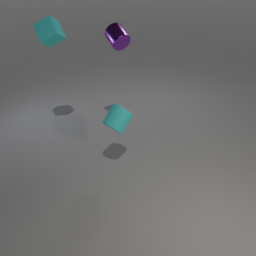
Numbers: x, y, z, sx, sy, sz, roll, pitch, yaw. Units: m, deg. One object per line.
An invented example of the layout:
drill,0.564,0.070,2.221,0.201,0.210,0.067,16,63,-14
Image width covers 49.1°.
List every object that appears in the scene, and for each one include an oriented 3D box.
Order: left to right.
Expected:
cube,-2.675,-3.296,9.609,0.700,0.700,0.700,-25,0,13
cylinder,-0.371,-3.237,9.942,0.700,0.700,0.700,-17,64,-28
cylinder,-0.310,-0.288,8.584,0.700,0.700,0.700,31,-2,1
